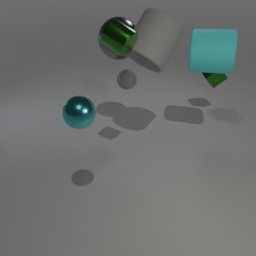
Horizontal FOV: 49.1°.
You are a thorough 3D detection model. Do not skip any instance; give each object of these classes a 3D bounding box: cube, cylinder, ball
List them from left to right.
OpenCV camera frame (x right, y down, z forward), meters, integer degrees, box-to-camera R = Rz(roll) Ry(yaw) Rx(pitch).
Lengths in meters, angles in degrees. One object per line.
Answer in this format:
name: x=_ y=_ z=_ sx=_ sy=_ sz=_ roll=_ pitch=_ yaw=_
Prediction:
ball: x=-1.018 y=-0.322 z=5.844 sx=0.700 sy=0.700 sz=0.700 roll=0 pitch=30 yaw=0
ball: x=-0.313 y=-3.018 z=9.488 sx=1.400 sy=1.400 sz=1.400 roll=0 pitch=30 yaw=0
cylinder: x=-0.220 y=-2.299 z=7.144 sx=0.700 sy=0.700 sz=0.700 roll=36 pitch=40 yaw=10
ball: x=-0.040 y=-1.704 z=9.857 sx=0.700 sy=0.700 sz=0.700 roll=0 pitch=30 yaw=0
cylinder: x=0.778 y=-2.667 z=8.622 sx=1.400 sy=1.400 sz=1.400 roll=30 pitch=1 yaw=0
cylinder: x=2.832 y=-2.558 z=9.360 sx=1.400 sy=1.400 sz=1.400 roll=7 pitch=31 yaw=16
cube: x=3.618 y=-2.262 z=11.809 sx=0.700 sy=0.700 sz=0.700 roll=-37 pitch=38 yaw=21
